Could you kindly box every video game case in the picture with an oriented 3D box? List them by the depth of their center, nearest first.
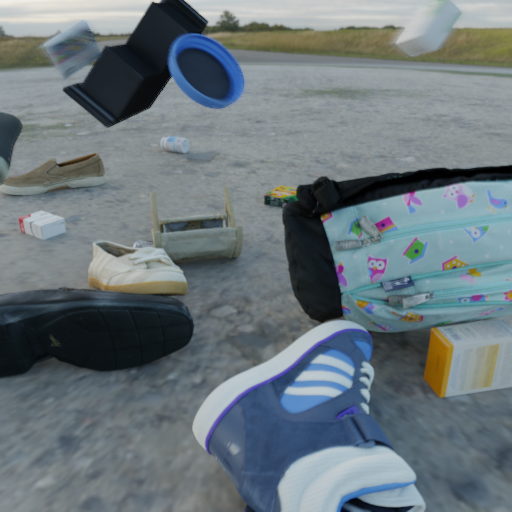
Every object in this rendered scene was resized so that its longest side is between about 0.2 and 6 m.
[{"bbox_3d":[-3.823,-4.307,11.736,1.016,0.926,0.117,-40,65,-14],"label":"video game case"}]

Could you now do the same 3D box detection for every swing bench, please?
[{"bbox_3d":[-1.162,-0.470,10.556,1.562,1.019,1.570,-4,37,-11],"label":"swing bench"}]

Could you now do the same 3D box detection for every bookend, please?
[{"bbox_3d":[-2.635,-4.522,12.645,1.240,2.676,2.693,39,26,-7],"label":"bookend"}]

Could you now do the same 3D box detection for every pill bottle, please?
[{"bbox_3d":[-2.666,-3.627,18.267,0.891,0.484,0.484,13,27,28],"label":"pill bottle"}]

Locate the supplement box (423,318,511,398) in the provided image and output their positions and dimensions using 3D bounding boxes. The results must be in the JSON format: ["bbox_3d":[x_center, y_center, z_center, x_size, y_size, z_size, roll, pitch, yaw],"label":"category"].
[{"bbox_3d":[2.779,1.256,6.982,1.226,0.773,0.451,-5,24,-12],"label":"supplement box"}]

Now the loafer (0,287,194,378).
[{"bbox_3d":[-2.397,0.807,7.419,3.145,1.145,1.137,-1,32,-4],"label":"loafer"}]

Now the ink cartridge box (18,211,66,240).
[{"bbox_3d":[-4.491,-0.645,11.775,0.805,0.334,0.591,17,29,33],"label":"ink cartridge box"}]

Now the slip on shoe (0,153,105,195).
[{"bbox_3d":[-5.281,-2.147,14.563,2.631,0.797,1.000,-9,25,-18],"label":"slip on shoe"}]

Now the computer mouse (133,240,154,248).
[{"bbox_3d":[-2.084,0.018,10.284,0.701,0.281,1.279,8,17,0],"label":"computer mouse"}]

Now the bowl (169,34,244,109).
[{"bbox_3d":[-1.021,-3.761,11.475,1.661,1.661,0.326,-23,-8,-41],"label":"bowl"}]

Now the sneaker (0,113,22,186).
[{"bbox_3d":[-4.114,-1.221,7.470,2.104,0.787,1.118,-10,42,10],"label":"sneaker"}]

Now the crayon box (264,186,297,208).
[{"bbox_3d":[0.723,-1.468,13.708,0.667,0.267,1.050,13,27,26],"label":"crayon box"}]

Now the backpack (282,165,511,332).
[{"bbox_3d":[2.206,-0.069,7.611,3.417,2.163,2.851,-8,-1,8],"label":"backpack"}]

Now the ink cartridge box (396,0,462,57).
[{"bbox_3d":[3.448,-4.580,11.305,0.510,0.884,1.210,33,8,-13],"label":"ink cartridge box"}]

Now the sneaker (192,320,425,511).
[{"bbox_3d":[0.933,1.790,5.667,2.015,1.109,2.753,33,32,33],"label":"sneaker"}]

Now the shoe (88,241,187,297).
[{"bbox_3d":[-1.915,0.180,8.455,0.984,0.752,2.816,-2,4,-35],"label":"shoe"}]
